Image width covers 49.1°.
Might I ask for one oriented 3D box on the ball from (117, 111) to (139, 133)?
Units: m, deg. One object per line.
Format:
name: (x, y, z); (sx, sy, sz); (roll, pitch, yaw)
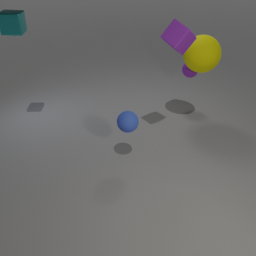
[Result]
ball: (-0.007, -0.200, 8.939); (0.700, 0.700, 0.700); (0, 31, 0)

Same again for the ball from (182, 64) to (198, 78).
ball: (2.653, -2.494, 11.910); (0.700, 0.700, 0.700); (0, 31, 0)

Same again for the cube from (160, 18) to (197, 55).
cube: (1.600, -2.861, 8.836); (0.700, 0.700, 0.700); (48, 19, 27)

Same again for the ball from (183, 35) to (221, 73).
ball: (2.821, -2.816, 10.667); (1.400, 1.400, 1.400); (0, 31, 0)

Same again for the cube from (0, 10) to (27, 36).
cube: (-3.904, -3.569, 9.482); (0.700, 0.700, 0.700); (0, 32, -3)
